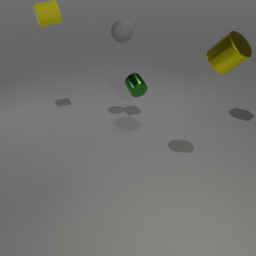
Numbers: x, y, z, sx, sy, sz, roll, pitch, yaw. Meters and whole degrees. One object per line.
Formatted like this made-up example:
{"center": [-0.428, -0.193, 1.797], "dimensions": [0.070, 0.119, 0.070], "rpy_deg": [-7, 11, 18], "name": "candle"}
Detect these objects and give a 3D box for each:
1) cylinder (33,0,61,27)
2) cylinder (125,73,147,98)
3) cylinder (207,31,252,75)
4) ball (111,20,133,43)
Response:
{"center": [-2.636, -3.748, 9.166], "dimensions": [0.700, 0.700, 0.700], "rpy_deg": [-20, 35, -16], "name": "cylinder"}
{"center": [0.314, -1.684, 11.053], "dimensions": [0.700, 0.700, 0.700], "rpy_deg": [-13, 53, -21], "name": "cylinder"}
{"center": [2.267, -1.680, 6.303], "dimensions": [0.700, 0.700, 0.700], "rpy_deg": [16, 58, -28], "name": "cylinder"}
{"center": [-0.184, -3.072, 8.917], "dimensions": [0.700, 0.700, 0.700], "rpy_deg": [0, 30, 0], "name": "ball"}
